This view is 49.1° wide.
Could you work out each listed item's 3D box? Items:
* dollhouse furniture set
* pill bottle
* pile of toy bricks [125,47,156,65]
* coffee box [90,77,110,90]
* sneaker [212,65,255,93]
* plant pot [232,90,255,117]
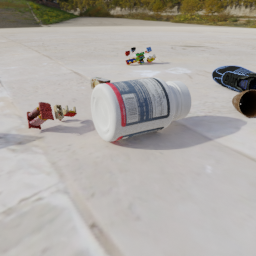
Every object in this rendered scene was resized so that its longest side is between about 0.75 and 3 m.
[{"bbox_3d":[-2.263,-0.324,8.467,0.726,0.549,1.349,-29,-22,35],"label":"dollhouse furniture set"},{"bbox_3d":[0.419,-0.615,7.993,2.620,1.567,1.567,-12,27,-28],"label":"pill bottle"},{"bbox_3d":[0.668,-4.365,17.368,1.917,1.064,0.947,-17,-11,-12],"label":"pile of toy bricks"},{"bbox_3d":[-1.185,-1.872,12.054,0.888,0.508,0.354,19,30,37],"label":"coffee box"},{"bbox_3d":[4.725,-2.009,11.738,2.896,1.016,1.128,22,25,38],"label":"sneaker"},{"bbox_3d":[3.989,-0.876,9.585,0.901,0.901,0.964,-2,10,-5],"label":"plant pot"}]
